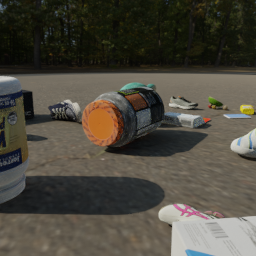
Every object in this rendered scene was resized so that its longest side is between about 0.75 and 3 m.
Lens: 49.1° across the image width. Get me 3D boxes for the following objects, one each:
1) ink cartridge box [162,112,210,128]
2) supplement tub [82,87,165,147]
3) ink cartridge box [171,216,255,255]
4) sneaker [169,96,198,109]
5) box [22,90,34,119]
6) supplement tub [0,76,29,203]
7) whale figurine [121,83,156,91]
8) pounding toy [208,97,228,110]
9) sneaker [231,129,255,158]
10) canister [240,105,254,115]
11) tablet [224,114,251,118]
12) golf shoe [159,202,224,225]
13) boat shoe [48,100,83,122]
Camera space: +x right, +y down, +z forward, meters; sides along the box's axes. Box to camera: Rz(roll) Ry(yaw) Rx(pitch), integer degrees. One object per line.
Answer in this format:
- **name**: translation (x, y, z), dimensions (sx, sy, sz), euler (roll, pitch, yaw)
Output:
- **ink cartridge box**: translation (2.603, -0.484, 12.368), dimensions (1.525, 0.450, 1.905), euler (10, 19, 36)
- **supplement tub**: translation (-0.093, -0.409, 9.413), dimensions (1.758, 1.758, 2.868), euler (9, 16, 31)
- **ink cartridge box**: translation (1.469, 1.679, 3.369), dimensions (1.639, 0.690, 1.185), euler (-2, 14, -7)
- **sneaker**: translation (3.079, -1.415, 15.605), dimensions (1.694, 0.672, 0.626), euler (11, 16, 33)
- **box**: translation (-5.719, -1.006, 12.681), dimensions (2.438, 1.293, 1.490), euler (-12, 19, -40)
- **supplement tub**: translation (-2.970, 0.206, 5.707), dimensions (1.723, 2.387, 1.723), euler (-1, 16, 0)
- **whale figurine**: translation (0.328, -1.294, 12.477), dimensions (1.366, 2.094, 2.633), euler (44, 19, 2)
- **pounding toy**: translation (4.851, -1.228, 15.478), dimensions (1.147, 0.532, 0.885), euler (32, 8, 6)
- **sneaker**: translation (4.247, -0.021, 8.435), dimensions (2.833, 1.488, 1.073), euler (-8, 16, -29)
- **canister**: translation (6.106, -0.925, 14.319), dimensions (0.612, 0.357, 0.824), euler (4, 16, 15)
- **tablet**: translation (5.230, -0.557, 13.425), dimensions (1.069, 0.073, 0.696), euler (-2, 15, -5)
- **golf shoe**: translation (1.027, 1.528, 4.549), dimensions (1.134, 0.412, 0.522), euler (5, 15, 20)
- **boat shoe**: translation (-2.853, -0.655, 12.593), dimensions (1.123, 0.905, 2.423), euler (-20, 19, -21)
